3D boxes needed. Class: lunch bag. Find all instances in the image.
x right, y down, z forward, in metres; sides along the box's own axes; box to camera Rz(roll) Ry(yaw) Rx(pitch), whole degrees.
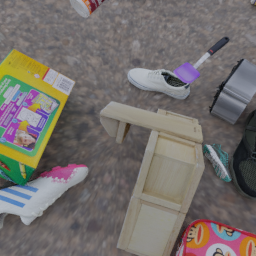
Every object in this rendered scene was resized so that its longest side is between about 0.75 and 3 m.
[{"bbox_3d":[1.874,3.156,4.915,2.330,1.084,2.645,17,62,9],"label":"lunch bag"}]

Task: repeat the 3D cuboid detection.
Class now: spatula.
[{"bbox_3d":[1.768,-1.610,6.454,1.675,0.172,0.473,-41,78,-11],"label":"spatula"}]

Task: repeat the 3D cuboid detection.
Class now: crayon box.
[{"bbox_3d":[-2.471,-0.361,6.320,1.705,0.836,2.871,27,45,-16],"label":"crayon box"}]

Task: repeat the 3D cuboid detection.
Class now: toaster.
[{"bbox_3d":[2.727,-0.872,7.127,0.804,1.225,1.355,34,66,17],"label":"toaster"}]

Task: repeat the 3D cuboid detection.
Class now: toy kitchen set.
[{"bbox_3d":[0.254,0.887,6.302,2.135,2.360,2.616,17,22,6],"label":"toy kitchen set"}]

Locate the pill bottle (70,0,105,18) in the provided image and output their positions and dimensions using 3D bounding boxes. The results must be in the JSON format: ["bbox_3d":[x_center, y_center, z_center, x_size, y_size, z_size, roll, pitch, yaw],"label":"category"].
[{"bbox_3d":[-0.803,-3.090,6.445,0.569,0.569,0.997,38,79,19],"label":"pill bottle"}]

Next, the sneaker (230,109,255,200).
[{"bbox_3d":[3.086,0.316,6.355,0.967,1.449,2.530,22,65,14],"label":"sneaker"}]

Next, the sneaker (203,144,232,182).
[{"bbox_3d":[2.244,0.777,6.695,0.466,0.397,1.022,-17,63,-14],"label":"sneaker"}]

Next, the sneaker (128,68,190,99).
[{"bbox_3d":[0.864,-1.373,7.749,1.811,0.641,0.661,17,62,9],"label":"sneaker"}]

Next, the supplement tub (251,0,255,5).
[{"bbox_3d":[4.704,-4.448,9.511,0.844,0.614,0.614,20,62,11],"label":"supplement tub"}]

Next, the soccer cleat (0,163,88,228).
[{"bbox_3d":[-1.903,1.503,6.117,2.299,0.803,0.993,-17,71,-4],"label":"soccer cleat"}]
